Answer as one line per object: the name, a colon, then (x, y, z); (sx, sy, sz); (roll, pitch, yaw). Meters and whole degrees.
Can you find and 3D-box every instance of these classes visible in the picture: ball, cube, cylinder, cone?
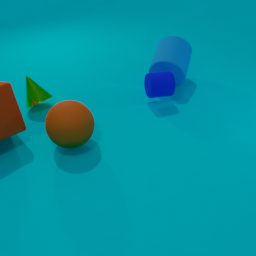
ball: (-1.506, -0.092, 7.312); (1.264, 1.264, 1.264); (0, 40, 0)
cube: (-3.633, -0.391, 7.174); (1.297, 1.297, 1.297); (-28, 27, -35)
cylinder: (1.500, -2.306, 9.824); (1.292, 1.292, 1.292); (11, 60, 13)
cylinder: (1.004, -1.384, 8.952); (0.788, 0.788, 0.788); (-7, 40, -13)
cone: (-2.978, -1.225, 8.791); (0.945, 0.949, 0.945); (-23, 12, 5)
